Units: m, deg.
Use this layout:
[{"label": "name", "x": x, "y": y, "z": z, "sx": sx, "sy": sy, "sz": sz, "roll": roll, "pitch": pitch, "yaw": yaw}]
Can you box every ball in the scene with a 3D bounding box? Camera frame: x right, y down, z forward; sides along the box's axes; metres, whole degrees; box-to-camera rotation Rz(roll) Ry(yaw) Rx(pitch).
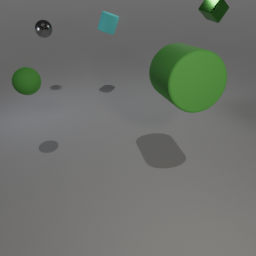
[{"label": "ball", "x": -2.551, "y": -1.180, "z": 7.052, "sx": 0.700, "sy": 0.700, "sz": 0.700, "roll": 0, "pitch": 30, "yaw": 0}, {"label": "ball", "x": -3.462, "y": -4.070, "z": 11.498, "sx": 0.700, "sy": 0.700, "sz": 0.700, "roll": 0, "pitch": 30, "yaw": 0}]

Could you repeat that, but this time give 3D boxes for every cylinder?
[{"label": "cylinder", "x": -0.785, "y": -4.178, "z": 11.130, "sx": 0.700, "sy": 0.700, "sz": 0.700, "roll": 17, "pitch": 24, "yaw": -8}, {"label": "cylinder", "x": 1.372, "y": -1.236, "z": 6.684, "sx": 1.400, "sy": 1.400, "sz": 1.400, "roll": -7, "pitch": 24, "yaw": -12}]

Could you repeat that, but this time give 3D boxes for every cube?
[{"label": "cube", "x": 3.289, "y": -4.592, "z": 10.746, "sx": 0.700, "sy": 0.700, "sz": 0.700, "roll": 24, "pitch": 15, "yaw": -43}]
